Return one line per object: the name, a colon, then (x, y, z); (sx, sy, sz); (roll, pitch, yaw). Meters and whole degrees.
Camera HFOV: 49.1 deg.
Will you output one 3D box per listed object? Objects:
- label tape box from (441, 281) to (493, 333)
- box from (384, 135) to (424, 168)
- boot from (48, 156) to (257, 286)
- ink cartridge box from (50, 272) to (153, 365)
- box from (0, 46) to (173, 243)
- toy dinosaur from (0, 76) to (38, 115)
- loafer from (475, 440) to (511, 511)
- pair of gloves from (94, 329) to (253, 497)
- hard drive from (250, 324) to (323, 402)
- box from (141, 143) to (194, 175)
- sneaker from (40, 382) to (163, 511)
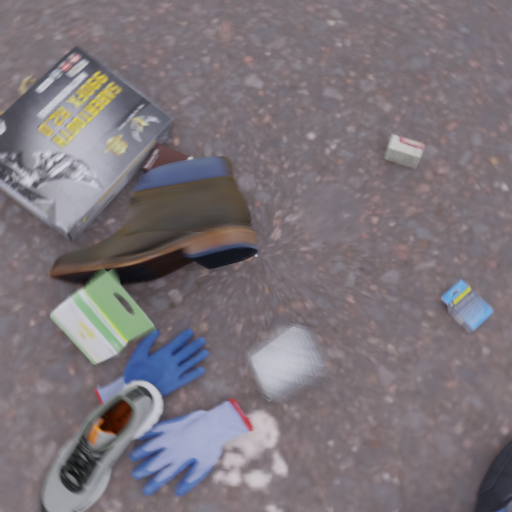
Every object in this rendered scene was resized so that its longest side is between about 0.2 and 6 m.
label tape box: (3.888, 0.944, 10.408); (0.570, 0.263, 0.796); (-37, 70, -15)
box: (3.067, -2.162, 11.615); (0.675, 0.431, 0.368); (19, 69, 8)
boot: (-1.952, -0.573, 10.230); (3.820, 1.427, 1.851); (-10, 74, 6)
ink cartridge box: (-2.631, 1.095, 9.453); (1.197, 1.645, 0.394); (52, 42, -9)
box: (-3.638, -2.264, 11.197); (2.543, 0.776, 3.211); (38, 72, 2)
toy dinosaur: (-4.857, -3.100, 11.853); (2.405, 0.700, 1.216); (1, 66, -2)
loafer: (4.032, 4.100, 8.829); (0.873, 0.997, 2.773); (36, 77, -6)
pair of gloves: (-1.482, 2.597, 9.681); (2.183, 0.309, 2.716); (-30, 67, -11)
hard drive: (0.493, 1.788, 9.350); (1.210, 0.229, 0.845); (-40, 62, 31)
box: (-1.531, -1.667, 11.372); (1.389, 0.521, 0.696); (23, 69, 11)
sneaker: (-2.628, 3.091, 8.974); (0.961, 1.031, 2.601); (37, 87, 15)
